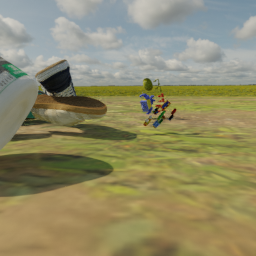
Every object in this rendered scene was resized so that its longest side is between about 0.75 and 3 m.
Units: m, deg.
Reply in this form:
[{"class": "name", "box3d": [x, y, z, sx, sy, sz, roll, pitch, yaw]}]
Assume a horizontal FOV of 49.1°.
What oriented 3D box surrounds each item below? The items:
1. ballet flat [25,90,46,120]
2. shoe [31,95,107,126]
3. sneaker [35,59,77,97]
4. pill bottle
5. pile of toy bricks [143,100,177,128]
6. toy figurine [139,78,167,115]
[{"class": "ballet flat", "box3d": [-3.595, -0.742, 8.499, 1.070, 1.070, 2.882, 5, 6, 33]}, {"class": "shoe", "box3d": [-1.348, -0.371, 6.182, 2.035, 0.543, 0.711, 8, 26, 25]}, {"class": "sneaker", "box3d": [-1.620, -0.819, 7.059, 0.844, 1.306, 2.408, -30, 6, -14]}, {"class": "pill bottle", "box3d": [-2.551, -0.716, 3.644, 2.393, 1.353, 1.353, 33, 5, -6]}, {"class": "pile of toy bricks", "box3d": [0.722, -0.220, 6.296, 0.797, 0.442, 0.394, -43, -13, -22]}, {"class": "toy figurine", "box3d": [0.737, -0.935, 9.574, 0.717, 1.360, 0.815, 8, 37, 38]}]
